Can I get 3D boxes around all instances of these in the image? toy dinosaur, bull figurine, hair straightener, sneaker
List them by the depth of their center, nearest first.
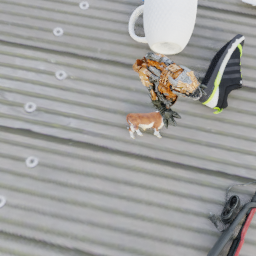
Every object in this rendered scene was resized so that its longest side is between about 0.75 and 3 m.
[{"bbox_3d":[0.818,-1.091,6.075,1.261,1.675,2.468,-33,37,15],"label":"toy dinosaur"},{"bbox_3d":[2.720,2.502,7.473,1.066,0.567,2.770,33,74,10],"label":"hair straightener"},{"bbox_3d":[0.658,-0.147,8.431,1.413,0.460,0.858,-3,72,-1],"label":"bull figurine"},{"bbox_3d":[3.119,-1.656,8.829,1.118,0.968,2.700,32,78,-6],"label":"sneaker"}]

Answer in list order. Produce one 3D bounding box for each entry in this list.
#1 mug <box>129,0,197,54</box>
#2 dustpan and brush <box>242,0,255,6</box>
[{"bbox_3d":[1.054,-3.485,9.065,2.266,1.673,1.987,2,82,28],"label":"mug"},{"bbox_3d":[4.716,-4.999,10.139,1.192,0.489,1.707,18,79,-1],"label":"dustpan and brush"}]
